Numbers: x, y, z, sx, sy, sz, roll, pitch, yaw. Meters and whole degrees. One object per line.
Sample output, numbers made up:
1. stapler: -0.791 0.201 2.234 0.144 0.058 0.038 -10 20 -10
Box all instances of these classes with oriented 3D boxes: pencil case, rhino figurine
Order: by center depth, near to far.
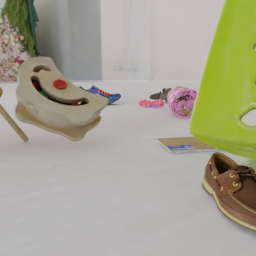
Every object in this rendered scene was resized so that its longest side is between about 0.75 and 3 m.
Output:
1. pencil case: 1.900 -0.970 9.889 0.984 0.942 2.275 -5 10 4
2. rhino figurine: 2.029 -1.594 13.571 2.429 0.726 1.062 -9 15 -30

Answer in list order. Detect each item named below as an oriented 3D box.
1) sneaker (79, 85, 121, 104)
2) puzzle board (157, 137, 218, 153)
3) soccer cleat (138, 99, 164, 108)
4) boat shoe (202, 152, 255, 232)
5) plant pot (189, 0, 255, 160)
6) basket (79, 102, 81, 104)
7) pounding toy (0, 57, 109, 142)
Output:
1. sneaker: -1.416 -1.502 12.696 2.223 0.872 0.837 1 13 7
2. puzzle board: 1.272 0.333 5.669 1.177 0.102 0.887 -3 13 -10
3. soccer cleat: 0.964 -0.979 11.682 1.083 0.361 0.414 -4 -27 23
4. boat shoe: 1.214 0.654 3.101 0.505 0.474 1.403 -1 12 -8
5. plant pot: 2.465 -0.594 3.459 2.136 2.354 2.342 14 -2 44
6. basket: -2.301 -1.149 11.908 0.772 0.523 0.476 4 8 20
7. pounding toy: -1.730 -0.513 5.979 2.390 1.371 1.366 22 47 -6
